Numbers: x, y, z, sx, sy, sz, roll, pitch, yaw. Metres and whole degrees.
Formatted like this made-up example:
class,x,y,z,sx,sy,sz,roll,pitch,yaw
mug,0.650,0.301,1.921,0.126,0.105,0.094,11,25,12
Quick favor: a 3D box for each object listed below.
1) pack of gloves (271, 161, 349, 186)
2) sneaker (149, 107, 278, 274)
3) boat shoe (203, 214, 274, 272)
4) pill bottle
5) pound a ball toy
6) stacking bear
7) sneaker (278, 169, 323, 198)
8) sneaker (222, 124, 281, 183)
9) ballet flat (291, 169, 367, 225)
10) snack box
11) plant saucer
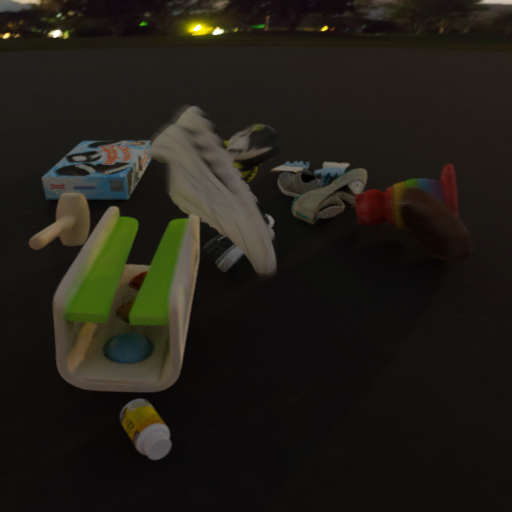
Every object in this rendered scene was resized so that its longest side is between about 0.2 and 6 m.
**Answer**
class,x,y,z,sx,sy,sz,roll,pitch,yaw
pack of gloves,1.392,-2.053,13.996,1.660,0.390,1.976,5,17,14
sneaker,-0.540,-0.756,7.578,0.999,2.465,0.926,-32,-8,3
boat shoe,-0.271,-0.410,9.786,0.651,0.661,1.835,47,35,-1
pill bottle,-1.129,1.793,5.772,0.357,0.357,0.654,-16,29,-29
pound a ball toy,-1.932,0.348,7.483,2.208,1.439,3.386,2,24,-3
stacking bear,2.850,-0.982,10.753,1.858,1.128,1.056,-4,36,18
sneaker,1.067,-1.656,12.569,0.651,0.714,1.742,-13,28,-25
sneaker,-0.230,-2.024,11.685,2.291,0.969,0.853,-5,51,47
ballet flat,1.712,-1.177,11.724,2.255,0.761,0.703,-28,49,-30
snack box,-3.781,-2.175,13.793,1.865,0.596,3.210,0,26,-1
plant saucer,2.932,-0.471,9.437,0.268,1.558,1.558,-41,37,-8
